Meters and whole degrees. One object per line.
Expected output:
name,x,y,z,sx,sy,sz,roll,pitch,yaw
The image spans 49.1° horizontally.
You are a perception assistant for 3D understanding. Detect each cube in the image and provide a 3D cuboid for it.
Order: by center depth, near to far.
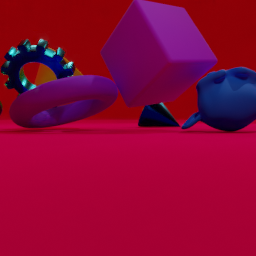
cube,0.550,-1.380,5.418,1.372,1.372,1.372,-12,-22,-40

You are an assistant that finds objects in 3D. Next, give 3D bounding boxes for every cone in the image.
cone,-1.862,-0.709,6.513,1.598,1.604,1.598,39,-11,9
cone,0.970,-0.269,7.657,1.040,1.037,1.037,28,8,13

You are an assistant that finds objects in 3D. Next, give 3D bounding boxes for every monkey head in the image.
monkey head,1.662,-0.466,4.886,1.722,1.037,1.238,-9,5,-6

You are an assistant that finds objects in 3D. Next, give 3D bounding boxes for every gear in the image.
gear,-1.612,-0.955,5.136,1.306,1.306,0.242,0,41,3

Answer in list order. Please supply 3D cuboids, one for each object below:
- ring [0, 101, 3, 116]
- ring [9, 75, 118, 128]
ring,-2.907,-0.292,5.177,1.118,0.224,1.118,-22,-18,-8
ring,-1.156,-0.445,5.240,2.009,0.402,2.009,-17,-7,-2
